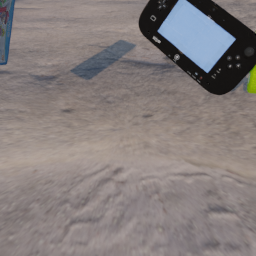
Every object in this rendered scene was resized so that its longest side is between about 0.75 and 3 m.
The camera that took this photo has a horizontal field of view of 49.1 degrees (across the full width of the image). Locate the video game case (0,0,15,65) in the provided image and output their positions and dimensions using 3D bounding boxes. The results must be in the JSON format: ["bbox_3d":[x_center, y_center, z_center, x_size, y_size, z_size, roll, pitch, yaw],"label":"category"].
[{"bbox_3d":[-3.238,-2.308,6.266,0.236,1.897,2.651,13,15,-4],"label":"video game case"}]

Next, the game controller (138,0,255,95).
[{"bbox_3d":[0.905,-1.237,3.749,1.709,0.892,0.360,46,18,16],"label":"game controller"}]

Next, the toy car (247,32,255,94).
[{"bbox_3d":[2.805,-1.348,4.251,1.554,1.892,1.493,8,75,18],"label":"toy car"}]
